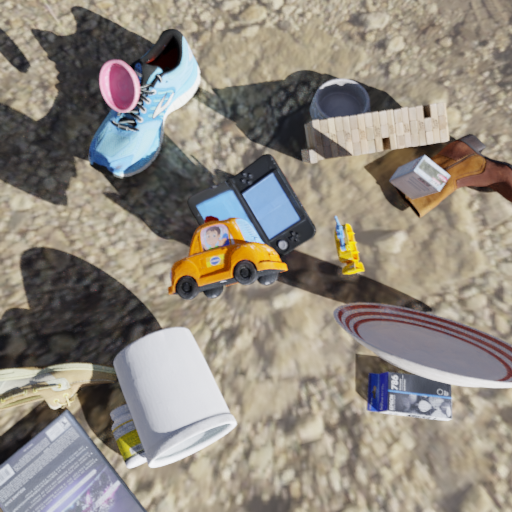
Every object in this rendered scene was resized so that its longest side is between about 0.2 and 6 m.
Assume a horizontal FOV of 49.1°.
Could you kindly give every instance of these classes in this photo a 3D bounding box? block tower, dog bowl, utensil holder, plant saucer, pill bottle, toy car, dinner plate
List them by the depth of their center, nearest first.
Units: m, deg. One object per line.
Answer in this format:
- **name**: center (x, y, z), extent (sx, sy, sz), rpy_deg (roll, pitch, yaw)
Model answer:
- **dinner plate**: center (2.522, 1.298, 8.102), extent (2.928, 2.928, 0.355), rpy_deg (14, 102, 6)
- **utensil holder**: center (-1.243, 2.072, 8.359), extent (1.375, 1.375, 1.617), rpy_deg (-24, 66, -10)
- **toy car**: center (0.179, -0.062, 8.434), extent (1.619, 3.301, 1.098), rpy_deg (-18, 81, 37)
- **pill bottle**: center (-1.898, 2.724, 8.532), extent (0.485, 0.485, 0.863), rpy_deg (-25, 68, -10)
- **plant saucer**: center (-2.297, -2.897, 9.542), extent (0.867, 0.867, 0.220), rpy_deg (37, 39, 15)
- **block tower**: center (2.211, -2.307, 10.430), extent (2.720, 0.735, 0.786), rpy_deg (-11, 101, -4)
- **dog bowl**: center (1.681, -2.972, 11.075), extent (1.222, 0.358, 1.222), rpy_deg (0, 66, 1)

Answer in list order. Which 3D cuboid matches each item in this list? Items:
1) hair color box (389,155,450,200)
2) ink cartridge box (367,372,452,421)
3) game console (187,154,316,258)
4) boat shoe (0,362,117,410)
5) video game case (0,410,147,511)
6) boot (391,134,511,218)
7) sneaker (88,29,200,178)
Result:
- **hair color box**: center (2.593, -1.237, 8.974), extent (0.522, 1.055, 0.320), rpy_deg (37, 85, -5)
- **ink cartridge box**: center (2.431, 2.213, 8.888), extent (1.292, 0.253, 0.643), rpy_deg (5, 67, 3)
- **game console**: center (-0.059, -0.644, 9.122), extent (1.382, 0.952, 1.604), rpy_deg (-32, 87, 29)
- **boat shoe**: center (-3.120, 2.056, 8.735), extent (1.979, 0.732, 0.657), rpy_deg (-6, 70, 5)
- **video game case**: center (-2.795, 3.621, 8.303), extent (1.537, 0.204, 2.151), rpy_deg (-40, 73, -16)
- **boot**: center (3.681, -1.257, 10.185), extent (1.854, 0.635, 1.746), rpy_deg (-30, 70, -12)
- **sneaker**: center (-2.207, -2.950, 10.451), extent (1.276, 1.464, 3.256), rpy_deg (21, 69, 9)
